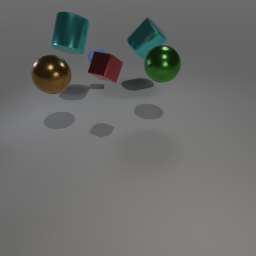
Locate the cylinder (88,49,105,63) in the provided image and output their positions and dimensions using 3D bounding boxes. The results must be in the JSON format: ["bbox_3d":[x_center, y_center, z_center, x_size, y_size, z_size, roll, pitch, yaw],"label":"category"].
[{"bbox_3d":[-1.528,-3.522,13.943,0.700,0.700,0.700,-10,28,17],"label":"cylinder"}]

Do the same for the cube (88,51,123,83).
[{"bbox_3d":[-0.703,-1.891,8.738,0.700,0.700,0.700,18,0,32],"label":"cube"}]

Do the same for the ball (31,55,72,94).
[{"bbox_3d":[-2.748,-1.917,10.093,1.400,1.400,1.400,0,31,0],"label":"ball"}]

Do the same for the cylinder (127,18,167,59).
[{"bbox_3d":[0.904,-4.252,13.395,1.400,1.400,1.400,38,26,-23],"label":"cylinder"}]

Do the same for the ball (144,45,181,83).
[{"bbox_3d":[1.310,-2.431,10.668,1.400,1.400,1.400,0,31,0],"label":"ball"}]

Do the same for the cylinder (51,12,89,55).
[{"bbox_3d":[-2.458,-4.000,11.942,1.400,1.400,1.400,12,4,-1],"label":"cylinder"}]
